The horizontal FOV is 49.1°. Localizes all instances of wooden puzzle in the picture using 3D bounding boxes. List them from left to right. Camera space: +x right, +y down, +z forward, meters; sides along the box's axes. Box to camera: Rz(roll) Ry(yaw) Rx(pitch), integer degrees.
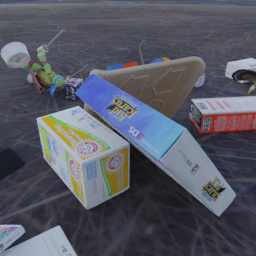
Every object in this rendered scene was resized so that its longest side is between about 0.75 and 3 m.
[{"bbox_3d":[0.249,-0.944,7.774,2.989,2.769,0.692,-10,63,-20],"label":"wooden puzzle"}]

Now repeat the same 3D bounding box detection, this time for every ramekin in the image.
[{"bbox_3d":[-3.636,-2.340,9.106,0.843,0.843,0.411,-22,71,-33],"label":"ramekin"}]

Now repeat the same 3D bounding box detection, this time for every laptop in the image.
[{"bbox_3d":[-3.340,0.936,7.081,1.015,0.588,0.950,-13,15,42],"label":"laptop"}]

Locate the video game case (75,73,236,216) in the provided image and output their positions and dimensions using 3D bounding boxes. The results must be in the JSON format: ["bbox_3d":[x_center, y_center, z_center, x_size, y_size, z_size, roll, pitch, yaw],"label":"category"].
[{"bbox_3d":[0.540,0.284,5.802,0.669,2.669,2.945,-50,43,-2],"label":"video game case"}]

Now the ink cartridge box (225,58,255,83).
[{"bbox_3d":[5.415,-2.620,12.656,1.595,0.665,1.157,-16,33,-25],"label":"ink cartridge box"}]

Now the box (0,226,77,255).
[{"bbox_3d":[-1.259,2.229,4.188,1.036,0.677,1.031,-19,35,-29],"label":"box"}]

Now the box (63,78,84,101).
[{"bbox_3d":[-2.073,-1.504,10.792,0.510,0.588,0.889,5,30,9],"label":"box"}]

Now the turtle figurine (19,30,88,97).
[{"bbox_3d":[-3.106,-2.475,11.380,2.408,2.484,1.788,16,-1,33],"label":"turtle figurine"}]

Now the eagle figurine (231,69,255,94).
[{"bbox_3d":[5.020,-1.892,10.974,1.179,1.186,1.563,-34,57,-2],"label":"eagle figurine"}]

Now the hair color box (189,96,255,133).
[{"bbox_3d":[3.205,-0.450,8.844,2.258,0.692,1.146,-2,30,-6],"label":"hair color box"}]

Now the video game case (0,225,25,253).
[{"bbox_3d":[-2.485,2.005,4.373,1.446,0.171,1.316,-19,12,42],"label":"video game case"}]

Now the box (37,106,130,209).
[{"bbox_3d":[-1.061,0.560,6.500,1.147,1.273,2.264,-21,37,-31],"label":"box"}]

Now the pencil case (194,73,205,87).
[{"bbox_3d":[2.580,-2.263,12.058,0.699,0.641,1.542,-5,28,-31],"label":"pencil case"}]
